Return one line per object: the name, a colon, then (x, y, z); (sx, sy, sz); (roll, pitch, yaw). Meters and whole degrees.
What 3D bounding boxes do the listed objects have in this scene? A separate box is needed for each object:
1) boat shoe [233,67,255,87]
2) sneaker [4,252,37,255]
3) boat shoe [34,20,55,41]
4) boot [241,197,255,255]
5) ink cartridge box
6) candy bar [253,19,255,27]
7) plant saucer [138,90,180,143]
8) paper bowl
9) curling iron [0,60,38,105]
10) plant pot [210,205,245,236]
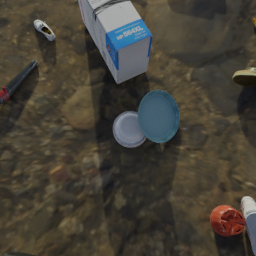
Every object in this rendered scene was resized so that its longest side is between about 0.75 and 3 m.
boat shoe: (4.139, -1.704, 8.959); (1.657, 0.604, 0.521); (-1, 65, -2)
sneaker: (-2.088, 4.087, 7.094); (2.542, 0.849, 1.363); (8, 75, 6)
boat shoe: (-2.885, -3.411, 9.530); (0.366, 0.422, 0.991); (-40, 77, -11)
boot: (3.520, 2.698, 7.590); (0.635, 0.825, 1.727); (-15, 108, 17)
ink cartridge box: (-0.466, -3.094, 8.600); (1.166, 2.019, 2.765); (-25, 76, -8)
candy bar: (4.831, -2.992, 9.521); (0.484, 0.215, 1.942); (-19, 75, -6)
plant saucer: (0.894, -0.343, 8.367); (1.577, 0.216, 1.577); (1, 89, -34)
paper bowl: (0.082, 0.016, 8.444); (1.082, 0.563, 1.082); (0, 75, -1)
curling iron: (-4.011, -1.170, 8.887); (0.733, 0.378, 2.956); (41, 78, 11)
plant pot: (2.706, 2.502, 7.521); (0.845, 0.822, 0.845); (-2, 74, 6)
